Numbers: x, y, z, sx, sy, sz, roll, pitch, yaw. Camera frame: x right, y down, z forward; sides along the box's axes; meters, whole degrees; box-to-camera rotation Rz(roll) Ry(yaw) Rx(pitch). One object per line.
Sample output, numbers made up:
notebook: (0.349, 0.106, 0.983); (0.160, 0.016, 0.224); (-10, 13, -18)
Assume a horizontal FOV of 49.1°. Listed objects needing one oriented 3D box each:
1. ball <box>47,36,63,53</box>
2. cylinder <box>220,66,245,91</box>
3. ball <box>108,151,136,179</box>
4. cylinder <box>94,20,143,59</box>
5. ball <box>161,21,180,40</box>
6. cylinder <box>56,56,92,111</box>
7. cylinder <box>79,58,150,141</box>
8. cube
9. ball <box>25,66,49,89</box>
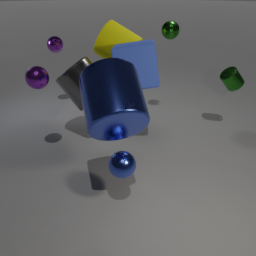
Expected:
ball: (-3.192, -3.657, 12.269); (0.700, 0.700, 0.700); (0, 28, 0)
cylinder: (4.043, -1.903, 10.888); (0.700, 0.700, 0.700); (-33, 31, 23)
ball: (-0.142, 0.920, 7.039); (0.700, 0.700, 0.700); (0, 28, 0)
cylinder: (-0.374, -3.160, 10.760); (1.400, 1.400, 1.400); (32, 33, 1)
ball: (1.649, -3.796, 10.865); (0.700, 0.700, 0.700); (0, 28, 0)
cylinder: (-1.590, -1.568, 9.979); (1.400, 1.400, 1.400); (-36, 14, 11)
cylinder: (-0.332, -0.615, 6.386); (1.400, 1.400, 1.400); (-7, 65, -13)
cube: (0.269, -2.136, 9.493); (1.400, 1.400, 1.400); (-7, 22, 5)
ball: (-2.749, -1.523, 8.485); (0.700, 0.700, 0.700); (0, 28, 0)
